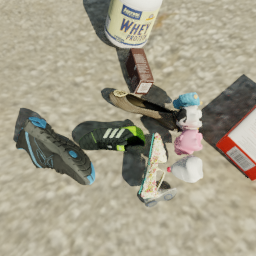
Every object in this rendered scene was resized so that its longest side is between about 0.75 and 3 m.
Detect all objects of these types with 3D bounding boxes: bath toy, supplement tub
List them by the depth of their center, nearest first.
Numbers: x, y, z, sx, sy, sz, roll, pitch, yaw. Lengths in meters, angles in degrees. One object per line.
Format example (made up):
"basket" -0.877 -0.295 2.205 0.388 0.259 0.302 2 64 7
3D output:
"bath toy" 1.481 0.269 7.263 0.877 1.032 2.372 -9 59 29
"supplement tub" 0.180 -3.856 9.096 1.573 2.170 1.573 9 54 -12

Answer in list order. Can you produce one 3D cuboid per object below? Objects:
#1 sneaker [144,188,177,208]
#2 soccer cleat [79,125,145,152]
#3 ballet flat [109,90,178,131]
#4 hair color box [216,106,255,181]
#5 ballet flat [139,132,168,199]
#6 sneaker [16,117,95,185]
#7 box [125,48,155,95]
"sneaker" 0.829 1.719 7.308 0.937 0.349 0.408 -16 39 -9
"soccer cleat" -0.424 0.360 7.761 1.852 0.625 0.751 -10 38 -10
"ballet flat" 0.539 -0.643 8.355 2.402 0.557 0.809 27 40 11
"hair color box" 3.973 -0.003 7.849 2.804 0.859 1.423 -38 76 -19
"ballet flat" 0.709 0.979 7.159 0.544 0.643 1.701 13 82 5
"sneaker" -1.968 0.789 7.678 2.486 0.910 1.018 40 105 9
"box" 0.349 -1.832 8.983 0.521 0.696 1.389 -1 59 -21
